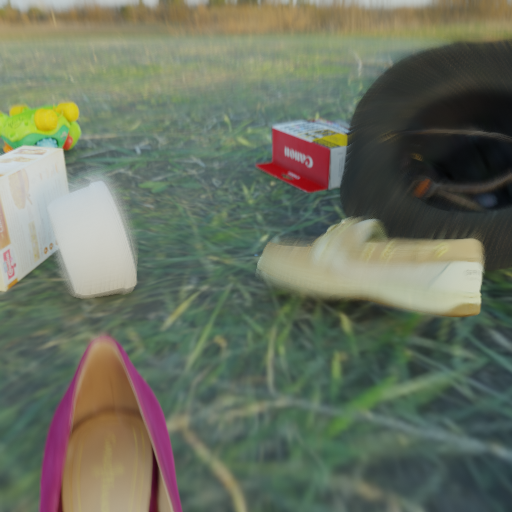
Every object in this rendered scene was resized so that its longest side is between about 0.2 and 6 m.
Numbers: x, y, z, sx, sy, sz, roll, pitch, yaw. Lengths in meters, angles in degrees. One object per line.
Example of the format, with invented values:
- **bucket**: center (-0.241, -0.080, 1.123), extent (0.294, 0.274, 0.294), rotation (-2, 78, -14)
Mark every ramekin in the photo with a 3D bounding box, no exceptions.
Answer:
- **ramekin**: center (-2.023, -0.172, 6.821), extent (0.713, 1.359, 1.359), rotation (-18, 30, -19)

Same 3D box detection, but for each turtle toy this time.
- **turtle toy**: center (-4.675, -2.728, 12.316), extent (1.635, 1.134, 2.244), rotation (1, 24, 15)

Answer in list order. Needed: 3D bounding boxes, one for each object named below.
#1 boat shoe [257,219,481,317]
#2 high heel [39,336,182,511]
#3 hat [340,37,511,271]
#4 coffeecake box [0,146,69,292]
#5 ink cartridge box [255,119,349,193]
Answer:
- **boat shoe**: center (1.230, 0.035, 6.398), extent (2.673, 0.887, 0.989), rotation (10, 2, 33)
- **high heel**: center (-0.713, 1.725, 2.652), extent (1.014, 1.446, 3.007), rotation (-9, 27, -17)
- **hat**: center (3.145, -1.230, 7.973), extent (3.957, 1.596, 3.957), rotation (-12, 57, 19)
- **coffeecake box**: center (-3.240, -0.568, 7.523), extent (0.658, 1.383, 1.802), rotation (6, 26, 10)
- **ink cartridge box**: center (1.202, -2.059, 11.273), extent (1.781, 0.850, 2.028), rotation (-16, 30, -28)
